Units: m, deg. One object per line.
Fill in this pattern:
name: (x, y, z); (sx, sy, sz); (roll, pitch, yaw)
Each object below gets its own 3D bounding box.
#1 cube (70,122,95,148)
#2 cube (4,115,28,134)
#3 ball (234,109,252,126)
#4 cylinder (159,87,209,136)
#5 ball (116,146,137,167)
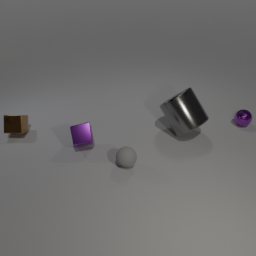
cube: (-1.645, 0.264, 10.152); (0.700, 0.700, 0.700); (-12, -11, -4)
cube: (-4.372, -0.157, 10.962); (0.700, 0.700, 0.700); (1, 3, 1)
ball: (4.778, -0.423, 11.617); (0.700, 0.700, 0.700); (0, 32, 0)
cylinder: (2.146, -0.620, 10.765); (1.400, 1.400, 1.400); (-31, 2, 1)
ball: (-0.054, 0.959, 9.323); (0.700, 0.700, 0.700); (0, 32, 0)
